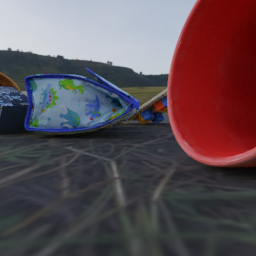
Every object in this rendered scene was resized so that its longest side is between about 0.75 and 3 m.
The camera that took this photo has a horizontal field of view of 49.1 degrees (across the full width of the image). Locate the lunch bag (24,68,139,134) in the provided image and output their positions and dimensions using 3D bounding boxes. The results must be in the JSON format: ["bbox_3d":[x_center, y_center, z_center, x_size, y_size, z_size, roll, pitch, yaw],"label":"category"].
[{"bbox_3d":[-1.111,-0.687,7.906,2.810,1.790,2.389,3,4,4],"label":"lunch bag"}]

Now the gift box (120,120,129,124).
[{"bbox_3d":[-0.471,-0.770,13.991,1.176,1.099,1.086,-3,5,-28],"label":"gift box"}]

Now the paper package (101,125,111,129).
[{"bbox_3d":[-2.026,-0.712,10.651,2.655,1.441,2.786,-1,3,-8],"label":"paper package"}]

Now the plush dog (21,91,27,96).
[{"bbox_3d":[-5.249,-0.739,11.475,2.674,2.146,2.297,28,-19,-15],"label":"plush dog"}]

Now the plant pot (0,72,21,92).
[{"bbox_3d":[-4.745,-0.755,9.378,1.400,2.001,2.001,-19,-8,37],"label":"plant pot"}]

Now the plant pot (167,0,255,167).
[{"bbox_3d":[2.184,-0.650,3.678,2.351,2.658,2.658,10,0,-21],"label":"plant pot"}]

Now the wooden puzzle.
[{"bbox_3d":[1.510,-0.854,13.262,2.942,0.681,2.725,-28,-14,26],"label":"wooden puzzle"}]

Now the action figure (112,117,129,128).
[{"bbox_3d":[-0.172,-0.603,10.878,1.216,0.648,1.869,-31,22,4],"label":"action figure"}]

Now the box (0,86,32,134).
[{"bbox_3d":[-3.792,-0.602,8.658,1.732,0.927,1.286,31,20,32],"label":"box"}]
